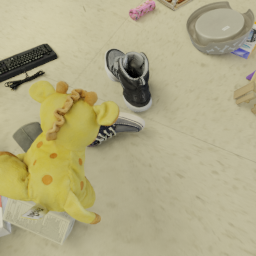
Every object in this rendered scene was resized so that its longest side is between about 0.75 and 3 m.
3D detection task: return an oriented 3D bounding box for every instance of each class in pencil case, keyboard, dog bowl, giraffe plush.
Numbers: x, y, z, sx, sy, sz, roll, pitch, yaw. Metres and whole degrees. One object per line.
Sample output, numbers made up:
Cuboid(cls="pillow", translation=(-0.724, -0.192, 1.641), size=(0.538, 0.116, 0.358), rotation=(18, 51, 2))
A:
Cuboid(cls="pencil case", translation=(0.622, -5.097, 12.040), size=(1.235, 0.511, 0.534), rotation=(-37, 52, -24))
Cuboid(cls="keyboard", translation=(-3.902, -2.241, 10.325), size=(2.677, 0.276, 1.701), rotation=(-30, 61, -17))
Cuboid(cls="dog bowl", translation=(3.519, -3.838, 10.811), size=(2.477, 0.726, 2.477), rotation=(-8, 55, 12))
Cuboid(cls="giraffe plush", translation=(-1.300, 0.314, 5.294), size=(2.338, 2.710, 2.198), rotation=(19, 83, -18))

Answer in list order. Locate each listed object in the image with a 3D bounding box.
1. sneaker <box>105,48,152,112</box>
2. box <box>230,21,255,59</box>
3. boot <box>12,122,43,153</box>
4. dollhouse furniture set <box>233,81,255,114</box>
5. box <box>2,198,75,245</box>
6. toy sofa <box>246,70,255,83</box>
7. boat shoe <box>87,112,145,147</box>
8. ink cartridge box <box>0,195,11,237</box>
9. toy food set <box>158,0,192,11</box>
Cuboid(cls="sneaker", translation=(-0.010, -2.069, 9.348), size=(1.113, 1.679, 2.951), rotation=(-20, 59, -13))
Cuboid(cls="box", translation=(4.489, -3.556, 11.103), size=(1.265, 0.441, 2.125), rotation=(30, 64, 18))
Cuboid(cls="boot", translation=(-2.816, 0.773, 8.086), size=(1.692, 0.675, 1.861), rotation=(-32, 68, -35))
Cuboid(cls="dollhouse furniture set", translation=(4.178, -0.814, 9.431), size=(0.967, 0.788, 0.920), rotation=(32, 56, -21))
Cuboid(cls="box", translation=(-2.146, 2.124, 6.910), size=(1.619, 0.630, 0.769), rotation=(23, 104, 5))
Cuboid(cls="toy sofa", translation=(4.969, -2.082, 10.004), size=(1.481, 0.613, 0.723), rotation=(-35, 64, -21))
Cuboid(cls="boat shoe", translation=(-0.685, 0.111, 8.515), size=(2.301, 0.859, 1.067), rotation=(6, 64, 12))
Cuboid(cls="ink cartridge box", translation=(-4.053, 2.358, 7.056), size=(1.895, 0.639, 1.104), rotation=(-14, 58, -11))
Cuboid(cls="toy food set", translation=(2.166, -6.087, 12.696), size=(1.724, 0.521, 1.237), rotation=(-37, 64, -22))
